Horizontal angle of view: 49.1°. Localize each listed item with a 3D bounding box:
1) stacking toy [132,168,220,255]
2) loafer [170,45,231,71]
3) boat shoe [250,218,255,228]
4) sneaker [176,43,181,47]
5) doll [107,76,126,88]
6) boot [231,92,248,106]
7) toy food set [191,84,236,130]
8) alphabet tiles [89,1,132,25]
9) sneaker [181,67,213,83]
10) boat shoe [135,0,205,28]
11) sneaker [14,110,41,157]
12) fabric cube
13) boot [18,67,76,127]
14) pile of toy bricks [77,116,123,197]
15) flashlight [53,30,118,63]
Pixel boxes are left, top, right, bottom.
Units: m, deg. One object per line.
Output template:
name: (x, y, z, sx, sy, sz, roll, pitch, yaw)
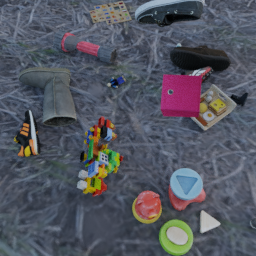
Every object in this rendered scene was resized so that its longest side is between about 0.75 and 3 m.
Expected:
stacking toy: (1.701, 2.699, 9.360, 2.635, 1.113, 2.385, -28, 62, -16)
loafer: (3.358, -3.369, 13.259, 2.853, 1.041, 1.018, 9, 54, -6)
boat shoe: (4.834, 3.150, 9.513, 1.310, 0.373, 0.438, -9, 59, -5)
sneaker: (2.528, -3.956, 13.914, 0.324, 0.361, 0.835, 12, 59, 7)
doll: (-0.562, -2.120, 12.870, 0.851, 0.206, 0.581, -26, 69, -8)
boot: (4.899, -1.367, 12.351, 0.638, 0.290, 0.759, 25, 68, 10)
toy food set: (3.409, -0.936, 11.900, 2.007, 0.606, 1.440, -33, 64, -18)
alphabet tiles: (-1.033, -6.354, 15.571, 2.075, 0.078, 1.735, -15, 60, -9)
sneaker: (2.970, -2.327, 12.695, 2.007, 0.709, 0.981, -36, 67, -18)
boat shoe: (1.448, -4.300, 10.589, 2.890, 0.992, 0.818, 2, 84, 39)
sneaker: (-4.095, 0.185, 11.138, 0.932, 0.724, 2.070, -14, 61, -12)
fabric cube: (1.654, -0.955, 8.663, 1.132, 1.136, 1.114, 4, 84, 13)
boot: (-3.505, -1.310, 12.046, 2.511, 1.002, 2.762, -6, 65, -2)
pile of toy bricks: (-0.818, 1.040, 10.427, 1.411, 1.585, 2.857, 28, 41, -28)
flashlight: (-2.062, -3.864, 13.484, 2.994, 1.017, 1.013, 20, 73, 12)
